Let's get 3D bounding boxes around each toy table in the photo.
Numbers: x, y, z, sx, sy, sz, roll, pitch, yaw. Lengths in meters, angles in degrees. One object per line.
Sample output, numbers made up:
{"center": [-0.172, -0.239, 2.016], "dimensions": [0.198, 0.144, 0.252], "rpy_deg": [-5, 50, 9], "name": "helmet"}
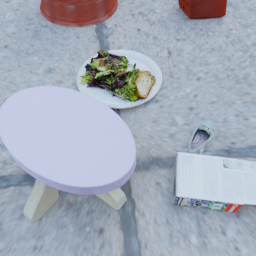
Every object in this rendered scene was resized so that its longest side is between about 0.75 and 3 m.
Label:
{"center": [-1.171, 0.543, 5.652], "dimensions": [2.668, 1.700, 2.903], "rpy_deg": [-36, 60, -24], "name": "toy table"}

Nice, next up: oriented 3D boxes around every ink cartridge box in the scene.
{"center": [1.973, 1.176, 5.932], "dimensions": [1.962, 0.494, 1.069], "rpy_deg": [7, 53, 4], "name": "ink cartridge box"}

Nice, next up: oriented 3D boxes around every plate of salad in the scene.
{"center": [-0.252, -1.551, 7.963], "dimensions": [2.466, 0.592, 2.466], "rpy_deg": [0, 53, 0], "name": "plate of salad"}

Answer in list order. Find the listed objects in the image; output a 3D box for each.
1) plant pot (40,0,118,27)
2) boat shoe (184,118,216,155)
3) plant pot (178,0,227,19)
{"center": [-1.862, -5.613, 9.615], "dimensions": [3.000, 2.918, 3.000], "rpy_deg": [0, 53, 0], "name": "plant pot"}
{"center": [1.769, 0.208, 6.710], "dimensions": [0.485, 0.422, 1.316], "rpy_deg": [31, 58, 22], "name": "boat shoe"}
{"center": [2.581, -4.795, 10.016], "dimensions": [1.318, 1.495, 1.494], "rpy_deg": [-21, 55, -1], "name": "plant pot"}
